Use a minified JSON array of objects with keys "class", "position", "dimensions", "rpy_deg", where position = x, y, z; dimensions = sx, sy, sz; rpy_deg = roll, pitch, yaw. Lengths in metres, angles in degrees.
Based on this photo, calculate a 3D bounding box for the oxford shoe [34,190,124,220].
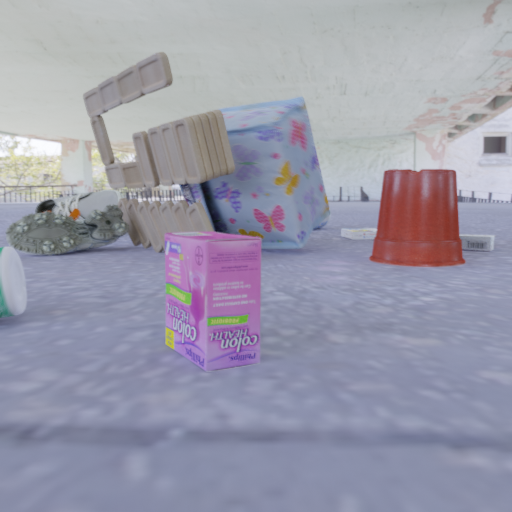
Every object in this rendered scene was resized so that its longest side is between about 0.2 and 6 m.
[{"class":"oxford shoe","position":[-4.099,-1.001,12.822],"dimensions":[2.684,1.009,0.775],"rpy_deg":[-4,-17,32]}]

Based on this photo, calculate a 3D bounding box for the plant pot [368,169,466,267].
[{"class":"plant pot","position":[2.377,-0.590,8.258],"dimensions":[1.390,1.352,1.390],"rpy_deg":[0,6,0]}]

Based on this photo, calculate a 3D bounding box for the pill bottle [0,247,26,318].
[{"class":"pill bottle","position":[-2.339,0.259,4.317],"dimensions":[0.972,0.550,0.550],"rpy_deg":[-9,8,-9]}]

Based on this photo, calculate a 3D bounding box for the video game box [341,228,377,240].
[{"class":"video game box","position":[2.346,-0.479,12.173],"dimensions":[0.798,0.205,0.876],"rpy_deg":[2,6,-7]}]

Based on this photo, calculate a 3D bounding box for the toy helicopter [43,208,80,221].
[{"class":"toy helicopter","position":[-4.273,-0.609,11.662],"dimensions":[1.466,0.578,0.969],"rpy_deg":[-13,11,45]}]

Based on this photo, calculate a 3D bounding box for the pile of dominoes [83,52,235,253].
[{"class":"pile of dominoes","position":[-1.555,-1.454,8.893],"dimensions":[0.593,2.902,3.724],"rpy_deg":[-21,16,-29]}]

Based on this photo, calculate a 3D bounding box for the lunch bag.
[{"class":"lunch bag","position":[-0.330,-1.306,9.590],"dimensions":[2.623,2.224,1.667],"rpy_deg":[3,32,33]}]

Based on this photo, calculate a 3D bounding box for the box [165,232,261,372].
[{"class":"box","position":[-0.295,0.252,3.590],"dimensions":[0.379,0.784,0.689],"rpy_deg":[-4,8,-29]}]

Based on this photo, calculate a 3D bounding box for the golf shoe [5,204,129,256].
[{"class":"golf shoe","position":[-3.173,-0.282,9.445],"dimensions":[1.969,0.771,0.957],"rpy_deg":[-8,-18,-31]}]

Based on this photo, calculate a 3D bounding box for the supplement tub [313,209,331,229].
[{"class":"supplement tub","position":[1.461,-1.071,14.783],"dimensions":[0.769,0.769,1.165],"rpy_deg":[3,8,26]}]

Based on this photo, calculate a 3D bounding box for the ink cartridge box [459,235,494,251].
[{"class":"ink cartridge box","position":[3.828,-0.255,10.199],"dimensions":[0.949,0.333,1.168],"rpy_deg":[4,0,28]}]
